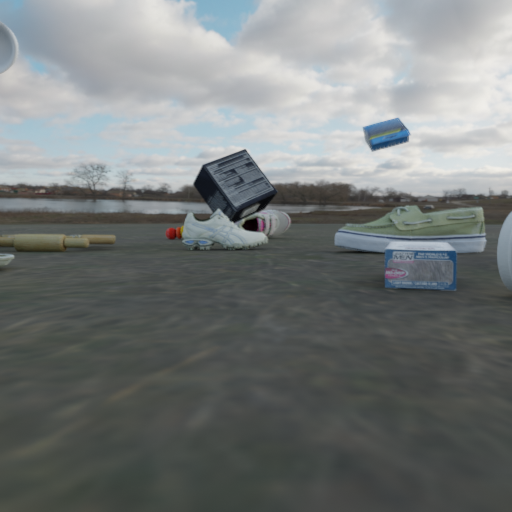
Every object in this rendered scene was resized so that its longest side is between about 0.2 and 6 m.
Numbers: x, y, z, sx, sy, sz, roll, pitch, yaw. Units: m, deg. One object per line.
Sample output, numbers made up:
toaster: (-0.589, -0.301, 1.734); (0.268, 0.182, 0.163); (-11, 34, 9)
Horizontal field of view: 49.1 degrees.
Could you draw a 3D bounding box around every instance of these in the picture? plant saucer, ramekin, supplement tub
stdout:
plant saucer: (-3.336, 0.090, 6.808); (0.729, 0.183, 0.729); (-1, 4, 0)
ramekin: (-3.277, -2.586, 6.904); (0.674, 0.674, 0.329); (-1, 20, -10)
supplement tub: (2.548, -0.012, 4.235); (0.759, 0.759, 1.151); (-3, 6, -38)

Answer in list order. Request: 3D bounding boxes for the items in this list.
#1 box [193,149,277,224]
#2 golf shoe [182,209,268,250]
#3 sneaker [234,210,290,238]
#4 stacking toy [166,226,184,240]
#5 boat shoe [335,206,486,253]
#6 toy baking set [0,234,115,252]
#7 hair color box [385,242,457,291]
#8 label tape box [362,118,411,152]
box: (-0.444, -1.423, 11.722); (1.222, 1.213, 0.753); (-27, -12, -35)
golf shoe: (-0.593, -0.512, 10.942); (1.686, 0.820, 0.660); (1, 2, -9)
sneaker: (0.134, -0.854, 16.261); (2.101, 0.855, 0.927); (-11, 10, -25)
stacking toy: (-1.932, -0.668, 15.739); (1.226, 0.523, 0.523); (-4, 4, 6)
boat shoe: (2.797, -0.491, 10.230); (2.743, 0.851, 0.988); (0, 4, -4)
toy baking set: (-4.131, -0.256, 11.233); (2.797, 0.325, 2.147); (0, 1, 0)
hair color box: (1.613, 0.077, 5.547); (0.631, 0.382, 1.262); (1, 4, 16)
label tape box: (2.298, -2.084, 9.834); (0.669, 0.309, 0.934); (-14, 31, 7)
